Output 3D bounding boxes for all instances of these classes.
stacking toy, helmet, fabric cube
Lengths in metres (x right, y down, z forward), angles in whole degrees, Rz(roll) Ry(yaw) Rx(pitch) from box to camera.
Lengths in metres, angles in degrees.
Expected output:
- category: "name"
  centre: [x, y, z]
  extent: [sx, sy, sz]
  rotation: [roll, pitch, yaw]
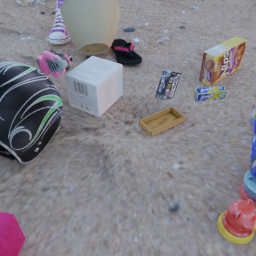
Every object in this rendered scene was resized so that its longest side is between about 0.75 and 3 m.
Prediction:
- category: "stacking toy"
  centre: [3.277, 1.865, 6.333]
  extent: [1.868, 0.872, 2.064]
  rotation: [26, 48, 27]
- category: "helmet"
  centre: [-3.197, -0.569, 8.021]
  extent: [2.729, 2.729, 2.602]
  rotation: [18, 61, 20]
- category: "fabric cube"
  centre: [-2.875, 2.399, 5.536]
  extent: [1.111, 1.132, 1.129]
  rotation: [6, 43, 5]

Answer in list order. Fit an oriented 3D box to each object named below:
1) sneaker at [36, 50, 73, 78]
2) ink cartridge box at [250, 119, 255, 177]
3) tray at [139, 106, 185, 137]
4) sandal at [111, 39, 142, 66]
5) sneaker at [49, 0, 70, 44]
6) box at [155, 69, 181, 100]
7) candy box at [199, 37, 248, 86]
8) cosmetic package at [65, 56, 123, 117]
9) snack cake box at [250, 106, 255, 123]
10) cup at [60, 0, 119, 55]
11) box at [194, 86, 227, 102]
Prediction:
- category: "sneaker"
  centre: [-2.197, -2.143, 8.958]
  extent: [1.024, 0.849, 2.148]
  rotation: [-25, 24, -25]
- category: "ink cartridge box"
  centre: [3.995, 0.794, 6.710]
  extent: [2.594, 0.990, 1.770]
  rotation: [31, 37, 6]
- category: "tray"
  centre: [1.128, -0.234, 9.223]
  extent: [1.389, 0.257, 0.685]
  rotation: [-22, 45, -25]
- category: "sandal"
  centre: [-0.200, -3.650, 12.849]
  extent: [1.048, 0.629, 2.792]
  rotation: [-14, 43, -15]
- category: "sneaker"
  centre: [-3.448, -5.484, 14.176]
  extent: [1.074, 1.690, 2.963]
  rotation: [1, 42, -1]
- category: "box"
  centre: [1.250, -1.332, 8.656]
  extent: [0.277, 0.878, 1.113]
  rotation: [23, 16, 21]
- category: "candy box"
  centre: [3.838, -2.721, 11.296]
  extent: [2.193, 1.279, 0.619]
  rotation: [-29, 47, -28]
- category: "cosmetic package"
  centre: [-1.128, -1.494, 9.844]
  extent: [1.330, 1.322, 1.590]
  rotation: [22, 46, 23]
- category: "snack cake box"
  centre: [4.840, 0.056, 8.563]
  extent: [1.144, 0.668, 1.988]
  rotation: [-6, 42, -9]
- category: "cup"
  centre: [-1.583, -4.404, 12.497]
  extent: [2.645, 2.645, 1.891]
  rotation: [-6, 85, -7]
- category: "box"
  centre: [2.311, -0.959, 7.896]
  extent: [0.857, 0.300, 0.275]
  rotation: [-6, 47, -1]
